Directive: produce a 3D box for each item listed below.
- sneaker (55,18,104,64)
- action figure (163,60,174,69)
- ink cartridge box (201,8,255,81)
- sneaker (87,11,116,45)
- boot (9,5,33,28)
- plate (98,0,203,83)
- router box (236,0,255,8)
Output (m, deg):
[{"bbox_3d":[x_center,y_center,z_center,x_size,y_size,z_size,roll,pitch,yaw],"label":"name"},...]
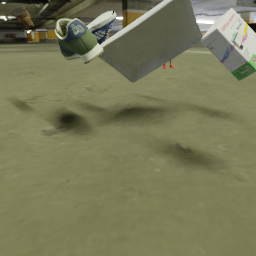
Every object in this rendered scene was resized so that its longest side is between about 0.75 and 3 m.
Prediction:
[{"bbox_3d":[-1.532,-2.522,7.742,0.843,1.128,2.513,-41,31,-9],"label":"sneaker"},{"bbox_3d":[1.655,-3.101,10.796,0.533,1.635,0.809,-14,23,-17],"label":"action figure"},{"bbox_3d":[1.971,-1.533,5.149,0.766,1.057,0.444,-52,9,-30],"label":"ink cartridge box"},{"bbox_3d":[-0.770,-3.102,9.422,1.516,1.110,0.611,-23,41,27],"label":"sneaker"},{"bbox_3d":[-3.498,-3.670,9.232,0.527,0.540,1.431,-35,44,-7],"label":"boot"},{"bbox_3d":[0.746,-2.695,8.690,2.899,0.470,2.905,-29,-18,17],"label":"plate"},{"bbox_3d":[3.780,-3.845,8.054,1.187,0.290,1.066,15,0,19],"label":"router box"}]
